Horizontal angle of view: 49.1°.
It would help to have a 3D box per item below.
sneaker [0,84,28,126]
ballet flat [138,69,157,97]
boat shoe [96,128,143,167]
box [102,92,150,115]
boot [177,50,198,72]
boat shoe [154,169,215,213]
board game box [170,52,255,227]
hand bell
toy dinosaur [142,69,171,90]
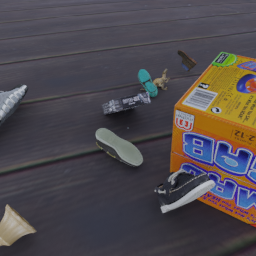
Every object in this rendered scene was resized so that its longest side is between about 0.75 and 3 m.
[{"bbox_3d":[-4.390,-0.927,8.710,1.651,1.072,2.858,35,34,-14],"label":"sneaker"},{"bbox_3d":[0.746,-1.676,10.734,0.455,0.475,1.351,-24,55,-2],"label":"ballet flat"},{"bbox_3d":[-0.257,0.588,7.663,1.518,0.457,0.541,36,52,16],"label":"boat shoe"},{"bbox_3d":[-0.104,-0.778,9.004,1.166,0.368,1.479,-15,3,-19],"label":"box"},{"bbox_3d":[2.393,-2.884,11.990,0.440,0.571,1.178,24,19,-49],"label":"boot"},{"bbox_3d":[1.001,1.165,5.482,0.806,2.181,0.658,-21,71,-11],"label":"boat shoe"},{"bbox_3d":[2.655,0.208,6.241,2.520,2.521,2.522,22,47,27],"label":"board game box"},{"bbox_3d":[-2.573,2.291,5.264,0.791,0.791,1.519,27,62,32],"label":"hand bell"},{"bbox_3d":[1.218,-1.737,11.034,1.402,0.408,0.709,-43,46,-17],"label":"toy dinosaur"}]
